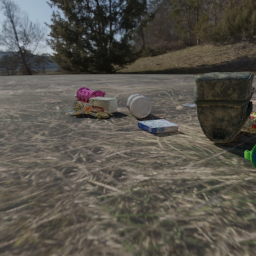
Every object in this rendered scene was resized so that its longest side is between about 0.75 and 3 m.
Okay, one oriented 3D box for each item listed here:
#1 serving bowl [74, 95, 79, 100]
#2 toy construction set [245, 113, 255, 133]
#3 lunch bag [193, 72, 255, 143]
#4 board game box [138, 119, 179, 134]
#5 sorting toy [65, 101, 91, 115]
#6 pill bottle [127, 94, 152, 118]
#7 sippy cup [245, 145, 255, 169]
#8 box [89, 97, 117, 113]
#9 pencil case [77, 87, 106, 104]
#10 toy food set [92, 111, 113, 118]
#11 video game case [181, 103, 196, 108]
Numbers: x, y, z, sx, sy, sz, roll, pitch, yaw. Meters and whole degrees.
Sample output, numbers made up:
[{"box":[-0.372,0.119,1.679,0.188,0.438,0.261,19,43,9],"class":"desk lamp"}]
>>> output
[{"box":[-3.234,-2.131,19.361,0.934,0.307,0.934,0,15,0],"class":"serving bowl"},{"box":[4.843,-0.368,11.196,1.181,0.830,1.802,22,18,-13],"class":"toy construction set"},{"box":[3.485,-0.809,10.079,1.875,2.258,2.692,6,16,25],"class":"lunch bag"},{"box":[1.186,-0.073,11.178,1.189,0.259,1.195,-6,15,-24],"class":"board game box"},{"box":[-2.558,-0.917,14.106,1.131,0.604,1.018,14,27,40],"class":"sorting toy"},{"box":[0.506,-1.154,13.971,1.030,1.030,1.771,-2,14,-8],"class":"pill bottle"},{"box":[3.639,0.702,7.018,1.172,0.921,0.859,42,23,27],"class":"sippy cup"},{"box":[-1.316,-1.235,14.909,1.306,0.712,0.835,9,17,33],"class":"box"},{"box":[-2.328,-2.017,17.477,1.082,1.049,2.311,-46,35,-15],"class":"pencil case"},{"box":[-1.223,-0.592,13.422,0.933,0.187,0.644,-12,33,-45],"class":"toy food set"},{"box":[3.745,-1.326,16.549,0.908,0.108,0.826,-14,20,-42],"class":"video game case"}]
